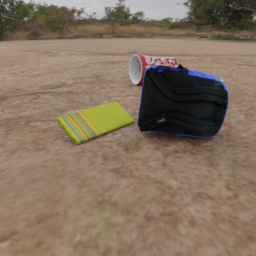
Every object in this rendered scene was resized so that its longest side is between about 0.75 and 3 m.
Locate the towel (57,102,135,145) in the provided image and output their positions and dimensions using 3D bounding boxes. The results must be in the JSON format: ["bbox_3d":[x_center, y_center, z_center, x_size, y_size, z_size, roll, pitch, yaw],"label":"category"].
[{"bbox_3d":[-1.112,-0.250,10.527,2.926,0.264,1.259,-21,61,-43],"label":"towel"}]

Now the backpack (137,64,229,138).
[{"bbox_3d":[2.035,-1.075,10.115,2.919,2.372,2.449,10,22,9],"label":"backpack"}]

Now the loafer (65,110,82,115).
[{"bbox_3d":[-1.590,-0.338,10.825,1.802,0.648,0.567,-6,29,-22],"label":"loafer"}]

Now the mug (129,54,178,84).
[{"bbox_3d":[1.513,-3.778,17.704,2.670,1.781,2.370,-6,25,-23],"label":"mug"}]
